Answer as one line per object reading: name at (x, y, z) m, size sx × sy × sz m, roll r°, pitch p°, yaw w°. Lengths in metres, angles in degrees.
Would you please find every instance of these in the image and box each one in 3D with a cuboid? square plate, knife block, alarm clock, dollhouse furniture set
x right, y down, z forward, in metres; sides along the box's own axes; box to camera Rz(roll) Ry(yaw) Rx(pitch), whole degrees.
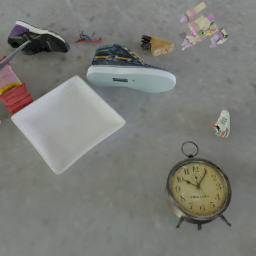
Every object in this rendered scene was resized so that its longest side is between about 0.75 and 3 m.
square plate at (-1.824, -0.191, 8.660) m, size 2.581 × 0.367 × 2.556 m, roll -38°, pitch 67°, yaw -19°
knife block at (1.030, -3.150, 10.384) m, size 1.066 × 0.341 × 0.936 m, roll -19°, pitch 63°, yaw -10°
alarm clock at (1.789, 1.440, 7.465) m, size 1.626 × 0.802 × 2.410 m, roll -1°, pitch 62°, yaw 0°
dollhouse furniture set at (-4.488, -0.817, 8.584) m, size 2.740 × 1.114 × 1.475 m, roll -35°, pitch 66°, yaw -18°

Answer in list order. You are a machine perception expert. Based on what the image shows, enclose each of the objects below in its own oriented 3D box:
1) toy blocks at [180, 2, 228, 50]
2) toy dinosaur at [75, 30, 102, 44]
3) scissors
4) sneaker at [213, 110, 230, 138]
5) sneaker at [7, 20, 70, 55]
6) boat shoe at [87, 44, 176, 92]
toy blocks at (1.365, -1.798, 5.448) m, size 0.710 × 0.788 × 0.844 m, roll -34°, pitch 80°, yaw 10°
toy dinosaur at (-1.419, -3.379, 10.614) m, size 0.797 × 0.879 × 0.461 m, roll 33°, pitch 30°, yaw -10°
scissors at (-3.091, -1.056, 6.175) m, size 2.807 × 1.027 × 0.196 m, roll -29°, pitch 78°, yaw 8°
sneaker at (2.878, -0.167, 8.656) m, size 0.452 × 0.341 × 0.967 m, roll 8°, pitch 63°, yaw -1°
sneaker at (-3.243, -2.962, 10.113) m, size 2.402 × 0.910 × 1.052 m, roll 22°, pitch 75°, yaw 18°
boat shoe at (0.158, -2.082, 9.338) m, size 2.948 × 1.043 × 1.338 m, roll 8°, pitch 64°, yaw 7°
